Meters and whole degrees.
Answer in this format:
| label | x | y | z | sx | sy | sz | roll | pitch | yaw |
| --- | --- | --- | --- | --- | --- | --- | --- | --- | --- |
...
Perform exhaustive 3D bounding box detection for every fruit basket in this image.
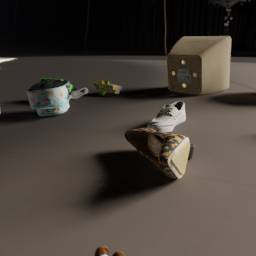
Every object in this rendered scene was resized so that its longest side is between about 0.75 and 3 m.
| label | x | y | z | sx | sy | sz | roll | pitch | yaw |
| --- | --- | --- | --- | --- | --- | --- | --- | --- | --- |
| fruit basket | -2.836 | -1.430 | 11.266 | 1.379 | 0.995 | 1.379 | 14 | -23 | 6 |

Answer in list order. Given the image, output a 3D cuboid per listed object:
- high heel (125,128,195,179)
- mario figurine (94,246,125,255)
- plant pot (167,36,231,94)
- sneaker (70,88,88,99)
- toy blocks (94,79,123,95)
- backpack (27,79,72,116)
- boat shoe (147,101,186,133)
| label | x | y | z | sx | sy | sz | roll | pitch | yaw |
| --- | --- | --- | --- | --- | --- | --- | --- | --- | --- |
| high heel | 0.361 | 0.357 | 5.121 | 1.508 | 0.755 | 2.115 | 13 | 4 | 19 |
| mario figurine | 0.019 | 1.372 | 2.557 | 0.534 | 0.458 | 0.865 | -8 | 18 | -26 |
| plant pot | 3.112 | -2.798 | 13.010 | 2.495 | 2.498 | 2.211 | 13 | 31 | 37 |
| sneaker | -1.900 | -1.234 | 10.085 | 0.790 | 0.301 | 0.571 | -28 | 24 | -38 |
| toy blocks | -0.771 | -1.792 | 12.649 | 1.324 | 0.662 | 0.905 | 15 | 12 | 36 |
| backpack | -2.504 | -0.971 | 8.948 | 1.270 | 1.107 | 1.444 | -5 | 10 | 0 |
| boat shoe | 1.136 | -0.357 | 7.805 | 0.688 | 0.628 | 1.912 | 12 | 21 | 35 |
